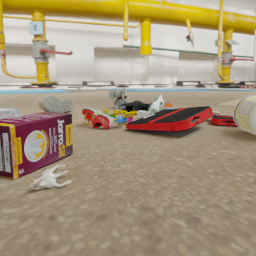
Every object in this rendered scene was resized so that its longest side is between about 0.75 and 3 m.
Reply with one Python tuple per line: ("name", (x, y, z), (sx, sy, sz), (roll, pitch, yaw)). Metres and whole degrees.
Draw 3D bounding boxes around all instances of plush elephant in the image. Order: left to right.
("plush elephant", (-0.415, -1.840, 17.193), (1.341, 1.261, 1.629), (6, 12, 30))

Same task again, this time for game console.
("game console", (1.607, -0.324, 10.308), (2.395, 0.420, 2.708), (-3, 12, 40))
("game console", (4.563, -0.298, 11.674), (2.083, 0.323, 1.842), (4, 7, 20))

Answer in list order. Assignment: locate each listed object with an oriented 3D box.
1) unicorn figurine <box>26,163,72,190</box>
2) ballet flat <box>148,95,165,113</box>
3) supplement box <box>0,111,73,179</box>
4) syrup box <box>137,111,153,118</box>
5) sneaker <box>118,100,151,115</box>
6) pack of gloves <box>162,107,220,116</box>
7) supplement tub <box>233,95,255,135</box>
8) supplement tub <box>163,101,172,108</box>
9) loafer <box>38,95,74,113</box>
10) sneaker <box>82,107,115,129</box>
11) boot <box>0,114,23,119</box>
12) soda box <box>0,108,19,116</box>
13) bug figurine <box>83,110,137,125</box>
("unicorn figurine", (-1.388, 0.896, 5.041), (0.688, 0.370, 1.001), (-13, -1, -14))
("ballet flat", (1.349, -1.022, 12.623), (0.577, 0.577, 1.661), (4, 23, 20))
("supplement box", (-2.115, 0.279, 6.211), (0.829, 1.068, 1.935), (5, 12, 24))
("syrup box", (0.827, -0.629, 13.203), (0.318, 0.329, 0.808), (-8, 14, -42))
("sneaker", (0.594, -0.984, 14.504), (2.043, 0.614, 1.066), (15, 30, 31))
("pack of gloves", (2.852, -0.588, 13.220), (2.662, 0.525, 2.236), (6, 1, 13))
("supplement tub", (4.397, -0.369, 9.115), (1.294, 1.294, 1.785), (-1, 11, -5))
("supplement tub", (1.948, -1.173, 15.308), (0.637, 0.637, 1.040), (-4, 12, -22))
("loafer", (-3.845, -1.104, 14.645), (0.865, 0.989, 2.752), (-14, -1, 20))
("sneaker", (-1.257, -0.355, 10.687), (1.600, 0.679, 0.616), (20, -5, 38))
("boot", (-3.873, -0.187, 10.400), (1.695, 0.623, 0.810), (6, 2, -14))
("soda box", (-5.393, -0.423, 11.068), (2.179, 0.691, 0.744), (4, 11, 22))
("bug figurine", (-0.658, -0.418, 11.424), (2.226, 0.573, 1.727), (5, 9, 35))
